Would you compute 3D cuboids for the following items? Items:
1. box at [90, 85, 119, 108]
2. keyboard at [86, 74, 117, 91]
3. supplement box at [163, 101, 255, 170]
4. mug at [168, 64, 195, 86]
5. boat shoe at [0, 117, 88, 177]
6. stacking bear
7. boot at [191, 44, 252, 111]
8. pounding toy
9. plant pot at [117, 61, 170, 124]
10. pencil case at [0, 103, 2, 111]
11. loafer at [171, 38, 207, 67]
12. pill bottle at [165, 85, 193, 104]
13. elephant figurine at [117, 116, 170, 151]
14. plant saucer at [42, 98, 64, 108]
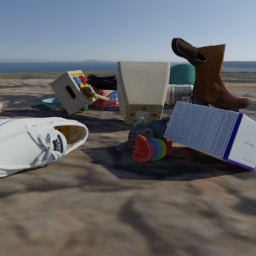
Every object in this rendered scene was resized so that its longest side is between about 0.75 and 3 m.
[{"bbox_3d":[-1.381,-1.604,13.543,1.037,0.993,2.080,-11,18,-38],"label":"box"},{"bbox_3d":[-0.532,-1.699,10.520,2.543,0.262,1.616,7,-6,33],"label":"keyboard"},{"bbox_3d":[1.833,0.111,6.157,0.964,0.984,1.904,19,0,-34],"label":"supplement box"},{"bbox_3d":[3.380,-2.769,16.936,1.973,1.484,2.401,5,-7,-7],"label":"mug"},{"bbox_3d":[-1.818,0.315,5.885,1.047,1.063,2.999,2,7,21],"label":"boat shoe"},{"bbox_3d":[0.635,0.465,6.309,0.930,0.564,0.529,-3,22,-43],"label":"stacking bear"},{"bbox_3d":[4.108,-2.230,12.298,2.640,2.804,0.960,10,17,35],"label":"boot"},{"bbox_3d":[-1.903,-1.459,11.719,1.328,1.868,1.720,-30,6,17],"label":"pounding toy"},{"bbox_3d":[0.492,-1.044,9.279,1.710,1.514,1.708,0,-31,-3],"label":"plant pot"},{"bbox_3d":[-5.597,-0.750,10.998,0.595,0.622,1.438,-43,2,18],"label":"pencil case"},{"bbox_3d":[2.085,-2.605,9.403,1.546,0.564,0.551,21,-15,-34],"label":"loafer"},{"bbox_3d":[2.711,-1.639,13.747,1.699,0.989,0.989,1,14,3],"label":"pill bottle"},{"bbox_3d":[0.368,0.137,6.811,1.110,0.861,0.785,4,-9,-26],"label":"elephant figurine"},{"bbox_3d":[-3.196,-1.187,13.321,1.693,0.304,1.693,0,13,0],"label":"plant saucer"}]
